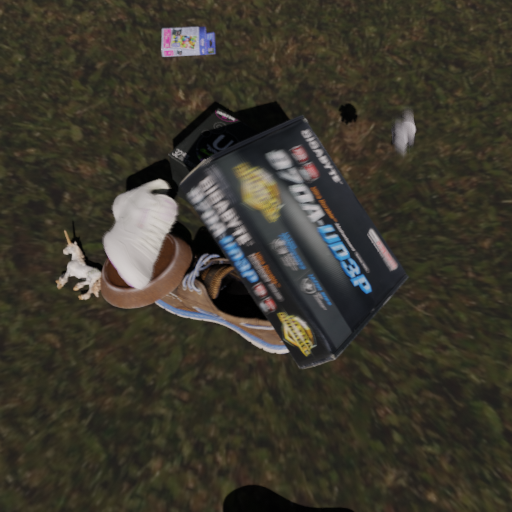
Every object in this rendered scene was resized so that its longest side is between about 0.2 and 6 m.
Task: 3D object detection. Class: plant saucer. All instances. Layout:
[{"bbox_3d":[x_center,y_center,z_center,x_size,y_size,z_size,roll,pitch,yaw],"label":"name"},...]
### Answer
[{"bbox_3d":[-2.103,0.148,10.353,1.833,0.316,1.833,-12,45,12],"label":"plant saucer"}]

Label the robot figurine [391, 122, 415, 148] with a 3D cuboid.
[{"bbox_3d":[2.498,-2.066,9.540,0.463,0.348,0.289,-53,43,8],"label":"robot figurine"}]

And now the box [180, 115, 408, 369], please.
[{"bbox_3d":[0.770,-0.356,9.348,2.814,0.814,3.541,-35,92,-45],"label":"box"}]

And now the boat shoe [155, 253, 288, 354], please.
[{"bbox_3d":[-0.695,0.537,10.116,3.453,1.250,1.247,21,63,11],"label":"boat shoe"}]

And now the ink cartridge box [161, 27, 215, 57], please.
[{"bbox_3d":[-1.689,-5.341,13.940,1.312,0.275,0.783,-2,62,-3],"label":"ink cartridge box"}]

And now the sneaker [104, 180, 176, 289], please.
[{"bbox_3d":[-1.963,-0.492,9.716,1.155,0.868,2.318,-26,46,19],"label":"sneaker"}]

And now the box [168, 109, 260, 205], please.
[{"bbox_3d":[-0.395,-1.572,11.216,2.146,1.334,1.594,33,65,16],"label":"box"}]

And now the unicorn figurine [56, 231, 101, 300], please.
[{"bbox_3d":[-3.413,0.283,10.763,1.306,0.482,0.897,32,56,0],"label":"unicorn figurine"}]
